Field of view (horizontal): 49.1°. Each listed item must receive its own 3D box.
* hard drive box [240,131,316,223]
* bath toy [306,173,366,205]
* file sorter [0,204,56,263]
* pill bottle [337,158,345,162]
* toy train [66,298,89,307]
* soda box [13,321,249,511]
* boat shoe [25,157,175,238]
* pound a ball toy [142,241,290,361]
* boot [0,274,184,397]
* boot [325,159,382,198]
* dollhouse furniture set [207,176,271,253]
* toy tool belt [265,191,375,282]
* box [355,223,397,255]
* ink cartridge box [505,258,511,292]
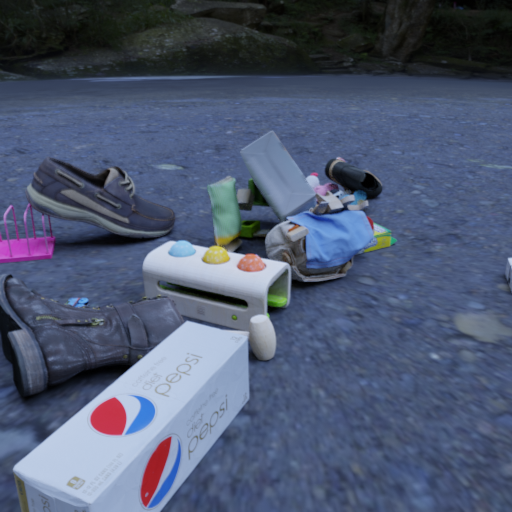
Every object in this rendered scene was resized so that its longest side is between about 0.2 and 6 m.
[{"bbox_3d":[0.523,-1.470,11.826,0.792,1.607,2.062,-33,-9,1],"label":"hard drive box"},{"bbox_3d":[1.919,-1.640,14.640,0.886,0.753,2.037,26,2,-42],"label":"bath toy"},{"bbox_3d":[-5.091,-0.504,11.680,1.533,0.961,1.065,-5,23,-12],"label":"file sorter"},{"bbox_3d":[2.757,-3.012,18.355,0.347,0.347,0.608,0,23,0],"label":"pill bottle"},{"bbox_3d":[-2.984,0.931,9.204,0.385,0.292,0.673,-7,24,8],"label":"toy train"},{"bbox_3d":[-1.124,1.858,6.075,0.933,0.998,2.929,10,25,23],"label":"soda box"},{"bbox_3d":[-3.140,-1.255,12.055,3.283,1.203,1.223,11,24,-35],"label":"boat shoe"},{"bbox_3d":[-0.630,0.531,9.035,2.666,1.133,1.739,11,25,24],"label":"pound a ball toy"},{"bbox_3d":[-2.427,1.001,8.384,2.488,0.989,2.857,-10,31,-30],"label":"boot"},{"bbox_3d":[2.889,-1.809,14.507,2.019,0.782,1.396,12,12,-37],"label":"boot"},{"bbox_3d":[0.016,-1.040,12.120,1.132,1.465,2.931,3,18,17],"label":"dollhouse furniture set"},{"bbox_3d":[1.466,-0.424,10.493,2.487,1.553,1.528,-19,-14,-25],"label":"toy tool belt"},{"bbox_3d":[2.143,-0.409,12.186,1.700,0.411,0.997,-11,26,-28],"label":"box"},{"bbox_3d":[5.011,0.399,10.288,0.659,0.384,0.911,6,24,13],"label":"ink cartridge box"}]
